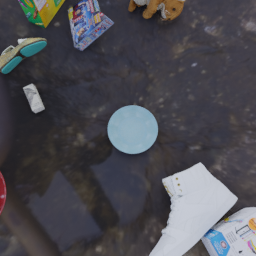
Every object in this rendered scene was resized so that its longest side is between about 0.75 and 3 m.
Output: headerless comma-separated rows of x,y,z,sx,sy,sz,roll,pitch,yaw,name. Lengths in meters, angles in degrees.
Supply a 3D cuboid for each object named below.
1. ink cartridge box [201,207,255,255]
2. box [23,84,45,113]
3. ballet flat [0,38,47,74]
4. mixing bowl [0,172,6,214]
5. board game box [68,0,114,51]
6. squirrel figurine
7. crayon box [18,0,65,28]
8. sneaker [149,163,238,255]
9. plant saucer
2.834,2.850,6.990,1.553,1.124,1.144,-27,76,-7,ink cartridge box
-2.844,-0.891,8.470,0.335,0.279,0.815,-26,77,-5,box
-3.341,-2.376,8.621,1.748,0.618,0.618,-35,77,4,ballet flat
-4.585,1.784,7.232,2.355,1.275,2.355,0,76,0,mixing bowl
-1.141,-3.310,8.648,1.357,0.419,1.358,-18,75,27,board game box
1.063,-4.360,8.984,1.683,1.276,1.803,22,78,-1,squirrel figurine
-2.487,-4.609,8.924,0.691,1.408,2.371,26,75,7,crayon box
1.265,2.163,7.301,2.895,1.066,1.673,-37,76,-19,sneaker
0.138,0.064,8.213,1.454,0.280,1.454,0,74,1,plant saucer
